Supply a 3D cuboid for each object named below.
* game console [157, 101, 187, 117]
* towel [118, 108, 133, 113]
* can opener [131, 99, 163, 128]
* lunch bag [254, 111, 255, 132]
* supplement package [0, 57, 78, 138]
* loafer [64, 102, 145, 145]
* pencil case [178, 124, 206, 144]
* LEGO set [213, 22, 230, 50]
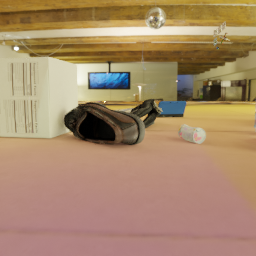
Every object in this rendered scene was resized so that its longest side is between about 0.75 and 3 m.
[{"bbox_3d":[2.162,-1.007,14.720,1.489,0.881,1.271,0,8,-10],"label":"game console"},{"bbox_3d":[-0.500,-0.607,12.767,2.328,0.277,1.710,-2,13,41],"label":"towel"},{"bbox_3d":[0.679,-0.441,10.609,1.167,0.941,2.969,-32,8,14],"label":"can opener"},{"bbox_3d":[4.368,-0.332,8.177,0.841,1.122,1.323,-6,12,-41],"label":"lunch bag"},{"bbox_3d":[-3.287,-0.940,8.641,2.914,2.195,2.211,1,7,10],"label":"supplement package"},{"bbox_3d":[-0.869,-0.100,7.111,2.792,1.003,0.879,10,16,42],"label":"loafer"},{"bbox_3d":[1.638,0.141,7.223,0.377,0.411,0.906,-2,8,-15],"label":"pencil case"},{"bbox_3d":[3.963,-3.866,11.912,0.250,1.018,0.760,10,-17,-21],"label":"LEGO set"}]
